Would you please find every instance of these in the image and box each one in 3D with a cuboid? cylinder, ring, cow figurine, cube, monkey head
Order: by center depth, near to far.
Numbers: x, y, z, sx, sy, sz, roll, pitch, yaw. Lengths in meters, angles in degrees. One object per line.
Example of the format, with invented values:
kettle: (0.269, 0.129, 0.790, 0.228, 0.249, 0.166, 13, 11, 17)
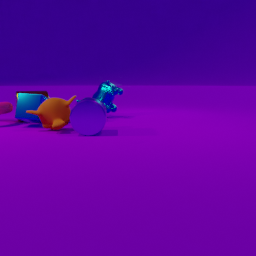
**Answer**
cylinder: (-1.083, -0.338, 7.879, 0.968, 0.968, 0.968, 0, 9, -3)
monkey head: (-2.141, -0.422, 8.218, 1.528, 0.921, 1.099, -19, 14, -12)
cube: (-3.057, -0.622, 9.147, 0.823, 0.823, 0.823, 4, -8, 10)
ring: (-4.948, -0.558, 9.477, 1.996, 0.399, 1.996, -9, 8, 1)
cylinder: (-3.505, -0.818, 10.273, 1.088, 1.088, 1.088, -4, 11, -24)
cow figurine: (-1.219, -1.220, 11.531, 1.712, 1.740, 0.955, 29, 18, 22)
